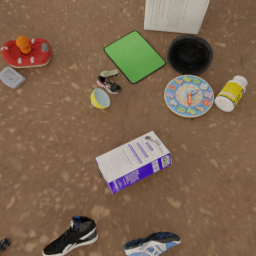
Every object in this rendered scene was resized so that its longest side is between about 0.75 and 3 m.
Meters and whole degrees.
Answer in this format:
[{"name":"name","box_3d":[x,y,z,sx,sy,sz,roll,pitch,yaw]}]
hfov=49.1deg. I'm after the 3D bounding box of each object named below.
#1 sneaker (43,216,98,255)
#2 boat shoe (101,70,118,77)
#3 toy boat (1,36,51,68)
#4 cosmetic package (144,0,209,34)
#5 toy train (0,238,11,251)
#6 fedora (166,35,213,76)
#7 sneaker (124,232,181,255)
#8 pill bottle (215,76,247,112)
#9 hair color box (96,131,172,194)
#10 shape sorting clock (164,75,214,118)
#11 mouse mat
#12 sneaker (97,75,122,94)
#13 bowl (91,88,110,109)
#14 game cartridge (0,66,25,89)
[{"name":"sneaker","box_3d":[-1.930,3.413,9.098,1.812,0.662,1.014,-15,111,-21]},{"name":"boat shoe","box_3d":[-0.797,-2.338,12.103,0.790,0.246,0.295,-7,73,13]},{"name":"toy boat","box_3d":[-4.387,-3.397,11.950,2.024,1.323,1.321,-6,67,-3]},{"name":"cosmetic package","box_3d":[2.109,-5.802,12.528,2.569,2.119,2.117,5,67,2]},{"name":"toy train","box_3d":[-4.560,4.283,9.301,0.340,0.253,1.483,38,72,18]},{"name":"fedora","box_3d":[2.648,-3.185,11.983,1.918,1.918,0.876,18,35,7]},{"name":"sneaker","box_3d":[0.845,3.978,9.286,1.887,0.714,0.727,-13,88,-4]},{"name":"pill bottle","box_3d":[4.243,-1.434,11.415,0.802,0.802,1.441,35,72,13]},{"name":"hair color box","box_3d":[0.201,1.195,10.092,2.400,0.778,1.312,-26,44,-9]},{"name":"shape sorting clock","box_3d":[2.523,-1.359,11.599,2.024,0.397,2.024,0,67,0]},{"name":"mouse mat","box_3d":[0.285,-3.219,12.563,1.929,0.090,2.397,-33,70,-13]},{"name":"sneaker","box_3d":[-0.817,-1.837,11.745,1.160,0.501,0.466,22,70,8]},{"name":"bowl","box_3d":[-1.211,-1.125,11.396,0.480,0.891,0.891,-30,63,33]},{"name":"game cartridge","box_3d":[-5.033,-2.159,12.053,1.058,0.214,0.706,37,68,14]}]
